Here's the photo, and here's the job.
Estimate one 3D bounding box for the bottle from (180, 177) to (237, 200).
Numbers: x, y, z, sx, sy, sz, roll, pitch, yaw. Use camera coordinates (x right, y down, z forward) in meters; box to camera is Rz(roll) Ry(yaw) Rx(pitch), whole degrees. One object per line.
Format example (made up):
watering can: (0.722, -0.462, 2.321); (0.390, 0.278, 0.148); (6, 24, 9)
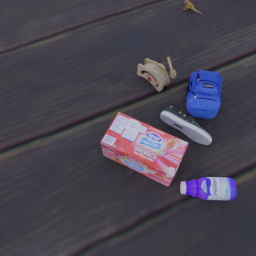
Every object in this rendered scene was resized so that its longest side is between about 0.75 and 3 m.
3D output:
bottle: (2.140, 1.621, 7.526); (1.420, 0.464, 0.593); (2, 62, 1)

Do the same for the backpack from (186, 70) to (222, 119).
backpack: (2.291, -1.025, 8.533); (1.073, 1.108, 1.321); (8, 67, 12)

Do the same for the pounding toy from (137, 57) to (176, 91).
pounding toy: (1.046, -1.795, 9.135); (0.827, 0.824, 1.442); (-41, 51, -19)

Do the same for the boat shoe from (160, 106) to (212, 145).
boat shoe: (1.779, -0.126, 8.359); (1.710, 0.587, 0.484); (33, 67, 18)

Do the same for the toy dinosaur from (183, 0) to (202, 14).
toy dinosaur: (2.432, -4.694, 10.831); (0.502, 0.286, 0.945); (-26, 66, -14)

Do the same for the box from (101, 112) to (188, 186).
box: (0.431, 0.585, 7.747); (2.110, 0.999, 1.083); (24, 66, 11)
